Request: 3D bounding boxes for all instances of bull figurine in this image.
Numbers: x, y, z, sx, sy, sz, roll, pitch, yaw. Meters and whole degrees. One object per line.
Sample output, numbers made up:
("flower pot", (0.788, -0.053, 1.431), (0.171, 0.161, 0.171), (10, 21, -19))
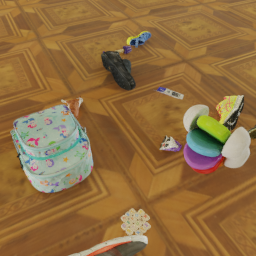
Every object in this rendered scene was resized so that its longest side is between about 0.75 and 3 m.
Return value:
("bull figurine", (-2.231, -0.815, 11.068), (0.810, 0.435, 1.335), (-3, 43, 0))

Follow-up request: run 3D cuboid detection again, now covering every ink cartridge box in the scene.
("ink cartridge box", (1.607, -1.403, 11.058), (1.114, 0.218, 0.554), (13, 8, -29))

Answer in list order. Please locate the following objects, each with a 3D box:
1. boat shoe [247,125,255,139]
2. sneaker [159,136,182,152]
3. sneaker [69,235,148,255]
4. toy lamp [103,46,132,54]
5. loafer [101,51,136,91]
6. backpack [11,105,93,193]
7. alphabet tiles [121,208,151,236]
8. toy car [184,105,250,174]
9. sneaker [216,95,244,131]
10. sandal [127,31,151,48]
("boat shoe", (4.813, 0.041, 10.211), (1.290, 0.461, 0.424), (-15, 37, -16))
("sneaker", (1.416, 0.605, 9.279), (0.547, 1.310, 0.528), (27, 89, -6))
("sneaker", (-0.606, 3.324, 6.720), (2.464, 0.950, 1.009), (-16, 72, -13))
("toy lamp", (-0.535, -3.859, 14.199), (1.486, 0.432, 0.432), (-17, 47, -15))
("loafer", (-0.294, -2.706, 12.565), (1.046, 1.012, 2.980), (-23, 45, -11))
("backpack", (-2.288, 0.623, 8.688), (2.224, 1.886, 2.505), (-21, 53, -19))
("alphabet tiles", (0.213, 2.623, 7.813), (0.793, 0.058, 0.775), (-32, 53, -28))
("toy car", (2.358, 0.523, 8.189), (1.919, 2.193, 1.644), (39, 85, 31))
("sneaker", (3.755, -0.585, 10.702), (0.903, 0.781, 2.000), (14, 42, 31))
("sandal", (0.684, -4.689, 14.986), (1.453, 0.578, 0.633), (-31, 58, -19))
